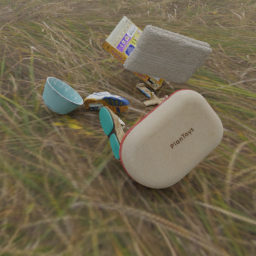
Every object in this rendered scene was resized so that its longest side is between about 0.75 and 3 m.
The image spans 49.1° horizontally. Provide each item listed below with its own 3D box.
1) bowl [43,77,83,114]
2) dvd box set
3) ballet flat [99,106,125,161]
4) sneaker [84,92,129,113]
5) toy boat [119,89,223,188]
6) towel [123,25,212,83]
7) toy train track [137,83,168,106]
[{"bbox_3d":[-2.231,-0.966,9.164,1.365,0.714,1.365,38,16,-13],"label":"bowl"},{"bbox_3d":[0.466,-2.956,10.970,2.666,0.392,1.951,36,52,-14],"label":"dvd box set"},{"bbox_3d":[-0.280,0.131,7.313,0.536,0.579,1.641,1,55,-35],"label":"ballet flat"},{"bbox_3d":[-0.654,-0.962,9.362,1.649,0.621,0.727,8,38,23],"label":"sneaker"},{"bbox_3d":[0.892,0.263,6.667,2.438,1.591,1.594,-39,7,-9],"label":"toy boat"},{"bbox_3d":[1.404,-2.505,9.794,2.711,1.797,0.467,9,51,-25],"label":"towel"},{"bbox_3d":[0.890,-1.265,10.188,1.110,0.315,1.934,-13,37,-26],"label":"toy train track"}]
